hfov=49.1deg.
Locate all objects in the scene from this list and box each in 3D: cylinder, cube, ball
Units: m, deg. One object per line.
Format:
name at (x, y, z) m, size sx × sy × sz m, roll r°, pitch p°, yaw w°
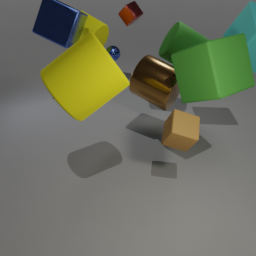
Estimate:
cylinder at (-0.919, -1.100, 6.135) m, size 1.400 × 1.400 × 1.400 m, roll -37°, pitch 35°, yaw 5°
cube at (4.015, -2.728, 8.670) m, size 1.400 × 1.400 × 1.400 m, roll 12°, pitch 58°, yaw -14°
cylinder at (2.079, -2.943, 10.335) m, size 1.400 × 1.400 × 1.400 m, roll 26°, pitch 28°, yaw -14°
cylinder at (-1.813, -4.279, 12.534) m, size 1.400 × 1.400 × 1.400 m, roll 34°, pitch 41°, yaw 14°
cube at (2.236, -1.547, 7.457) m, size 1.400 × 1.400 × 1.400 m, roll -20°, pitch 10°, yaw -28°
cube at (0.128, -5.236, 12.826) m, size 0.700 × 0.700 × 0.700 m, roll -28°, pitch 12°, yaw 50°
ball at (-0.702, -3.459, 12.985) m, size 0.700 × 0.700 × 0.700 m, roll 0°, pitch 31°, yaw 0°
cylinder at (0.978, -1.498, 9.278) m, size 1.400 × 1.400 × 1.400 m, roll 31°, pitch 40°, yaw 17°
cube at (1.320, 0.072, 7.046) m, size 0.700 × 0.700 × 0.700 m, roll 17°, pitch 58°, yaw -8°
cube at (-2.560, -4.017, 10.741) m, size 1.400 × 1.400 × 1.400 m, roll 25°, pitch 18°, yaw -2°
